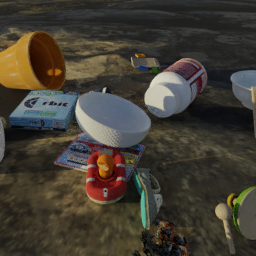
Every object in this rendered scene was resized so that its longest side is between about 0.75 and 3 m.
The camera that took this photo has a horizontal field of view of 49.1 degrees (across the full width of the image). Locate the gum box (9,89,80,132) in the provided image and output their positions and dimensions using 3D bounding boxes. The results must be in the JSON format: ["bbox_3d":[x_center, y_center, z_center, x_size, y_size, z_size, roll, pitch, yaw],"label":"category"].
[{"bbox_3d":[-2.984,-0.718,10.441,1.939,0.508,2.282,4,31,3],"label":"gum box"}]

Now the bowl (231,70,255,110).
[{"bbox_3d":[5.197,-1.389,11.050,2.371,1.066,2.371,-1,32,0],"label":"bowl"}]

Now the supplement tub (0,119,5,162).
[{"bbox_3d":[-4.865,0.355,7.643,2.499,1.648,1.648,-5,32,-9],"label":"supplement tub"}]

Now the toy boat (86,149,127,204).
[{"bbox_3d":[-0.546,1.058,6.953,1.012,1.014,1.551,-2,47,-2],"label":"toy boat"}]

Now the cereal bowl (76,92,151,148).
[{"bbox_3d":[-0.509,-0.140,8.433,2.275,0.947,2.275,17,28,-9],"label":"cereal bowl"}]

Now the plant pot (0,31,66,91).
[{"bbox_3d":[-4.365,-2.668,12.137,2.309,2.522,2.522,-6,28,21],"label":"plant pot"}]

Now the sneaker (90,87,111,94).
[{"bbox_3d":[-1.371,-0.649,10.206,1.075,0.919,2.620,-7,27,18],"label":"sneaker"}]

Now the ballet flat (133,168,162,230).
[{"bbox_3d":[0.525,1.576,6.653,0.583,0.617,1.831,-1,30,-8],"label":"ballet flat"}]

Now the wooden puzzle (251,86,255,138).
[{"bbox_3d":[5.249,-0.444,9.479,1.993,0.401,2.155,4,65,5],"label":"wooden puzzle"}]

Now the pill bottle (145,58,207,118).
[{"bbox_3d":[1.840,-1.540,10.740,1.626,1.626,2.879,18,35,26],"label":"pill bottle"}]

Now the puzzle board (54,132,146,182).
[{"bbox_3d":[-0.784,0.759,8.381,2.277,0.198,1.716,10,33,17],"label":"puzzle board"}]

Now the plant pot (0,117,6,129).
[{"bbox_3d":[-4.502,-0.075,9.292,0.816,0.816,0.871,10,17,16],"label":"plant pot"}]

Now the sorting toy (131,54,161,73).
[{"bbox_3d":[0.932,-3.440,15.116,1.502,0.363,2.667,2,32,-5],"label":"sorting toy"}]

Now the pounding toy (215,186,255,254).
[{"bbox_3d":[2.420,1.819,6.059,1.441,1.112,0.669,-20,11,-23],"label":"pounding toy"}]

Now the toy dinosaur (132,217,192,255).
[{"bbox_3d":[0.763,2.354,5.281,1.139,0.857,1.678,8,7,-17],"label":"toy dinosaur"}]
